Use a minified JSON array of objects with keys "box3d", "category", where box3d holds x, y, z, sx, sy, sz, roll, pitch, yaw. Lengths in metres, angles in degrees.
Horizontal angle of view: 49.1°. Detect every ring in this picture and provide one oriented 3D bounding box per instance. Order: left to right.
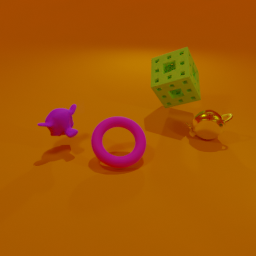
[{"box3d":[-0.230,0.338,7.094,1.400,0.280,1.400,3,63,-6],"category":"ring"}]

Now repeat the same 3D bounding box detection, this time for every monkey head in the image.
[{"box3d":[-1.708,-0.132,7.329,0.852,0.713,1.184,20,44,41],"category":"monkey head"}]

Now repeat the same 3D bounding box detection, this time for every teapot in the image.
[{"box3d":[2.238,-0.140,7.955,1.467,0.912,0.718,-15,31,30],"category":"teapot"}]

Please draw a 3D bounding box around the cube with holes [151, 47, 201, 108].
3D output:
[{"box3d":[1.520,-1.559,8.896,1.202,1.202,1.202,-12,55,26],"category":"cube with holes"}]
